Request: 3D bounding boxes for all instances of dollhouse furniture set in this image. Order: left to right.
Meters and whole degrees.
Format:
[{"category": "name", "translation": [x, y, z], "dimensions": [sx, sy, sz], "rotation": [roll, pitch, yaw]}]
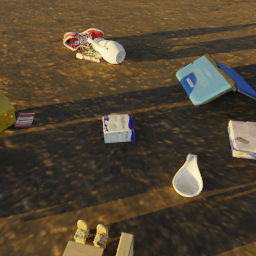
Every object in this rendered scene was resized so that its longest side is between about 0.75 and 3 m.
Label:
[{"category": "dollhouse furniture set", "translation": [-0.651, 2.649, 5.901], "dimensions": [1.444, 0.939, 1.326], "rotation": [8, 38, 10]}]

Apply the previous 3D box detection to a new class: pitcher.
[{"category": "pitcher", "translation": [-1.078, -3.923, 13.881], "dimensions": [1.699, 1.030, 1.458], "rotation": [36, 20, 27]}]

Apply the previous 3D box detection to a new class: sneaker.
[{"category": "sneaker", "translation": [-2.513, -4.979, 15.740], "dimensions": [2.290, 0.816, 1.288], "rotation": [-7, 34, 3]}]

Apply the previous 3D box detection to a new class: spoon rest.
[{"category": "spoon rest", "translation": [1.754, 1.293, 8.005], "dimensions": [0.806, 0.492, 1.622], "rotation": [10, 38, 12]}]

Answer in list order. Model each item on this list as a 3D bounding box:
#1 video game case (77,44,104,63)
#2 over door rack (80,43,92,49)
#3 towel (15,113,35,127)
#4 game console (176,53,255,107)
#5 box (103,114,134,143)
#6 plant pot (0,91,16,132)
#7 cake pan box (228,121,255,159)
[{"category": "video game case", "translation": [-1.726, -4.007, 14.941], "dimensions": [1.404, 0.277, 1.549], "rotation": [18, 41, 21]}, {"category": "over door rack", "translation": [-2.110, -4.504, 15.452], "dimensions": [0.763, 0.344, 1.033], "rotation": [-25, 24, -29]}, {"category": "towel", "translation": [-3.823, -0.324, 10.389], "dimensions": [0.588, 0.093, 0.816], "rotation": [-2, 38, -4]}, {"category": "game console", "translation": [3.837, -1.804, 12.121], "dimensions": [2.503, 1.735, 2.932], "rotation": [-30, 36, 12]}, {"category": "box", "translation": [-0.331, 0.003, 9.612], "dimensions": [1.005, 0.527, 0.924], "rotation": [-4, 39, -5]}, {"category": "plant pot", "translation": [-4.647, -0.511, 9.898], "dimensions": [0.995, 1.128, 1.128], "rotation": [31, 46, 18]}, {"category": "cake pan box", "translation": [4.228, 0.395, 9.207], "dimensions": [1.651, 0.432, 1.521], "rotation": [5, 40, 6]}]
